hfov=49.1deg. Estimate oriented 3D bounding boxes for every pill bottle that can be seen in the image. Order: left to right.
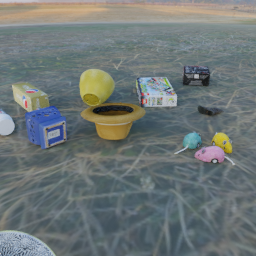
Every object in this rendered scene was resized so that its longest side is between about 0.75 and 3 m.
[{"bbox_3d":[-4.101,-0.214,8.962,0.656,0.656,1.133,-20,32,-36],"label":"pill bottle"}]

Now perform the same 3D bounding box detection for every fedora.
[{"bbox_3d":[-0.444,-0.192,8.672,2.122,0.866,2.122,-3,18,1],"label":"fedora"}]

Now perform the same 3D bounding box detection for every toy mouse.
[{"bbox_3d":[2.126,0.478,7.829,1.727,0.376,1.944,-4,26,-8],"label":"toy mouse"}]

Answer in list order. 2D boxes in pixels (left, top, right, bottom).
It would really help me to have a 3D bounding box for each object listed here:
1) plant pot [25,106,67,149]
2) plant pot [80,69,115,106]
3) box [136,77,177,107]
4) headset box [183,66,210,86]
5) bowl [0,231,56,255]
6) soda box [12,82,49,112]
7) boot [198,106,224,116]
[{"bbox_3d":[-2.333,0.016,8.192,0.961,0.961,0.864,-21,39,-38],"label":"plant pot"},{"bbox_3d":[-1.304,-1.443,10.996,1.414,1.414,1.004,4,51,9],"label":"plant pot"},{"bbox_3d":[1.153,-1.598,12.081,1.459,0.460,2.651,-1,26,-2],"label":"box"},{"bbox_3d":[3.409,-2.674,14.113,1.262,0.655,1.696,4,25,9],"label":"headset box"},{"bbox_3d":[-1.589,2.178,3.506,1.549,0.727,1.549,36,27,-21],"label":"bowl"},{"bbox_3d":[-3.812,-1.182,10.913,0.676,0.715,2.111,-19,31,-34],"label":"soda box"},{"bbox_3d":[3.070,-0.664,10.436,0.680,0.271,0.781,-15,33,-39],"label":"boot"}]
